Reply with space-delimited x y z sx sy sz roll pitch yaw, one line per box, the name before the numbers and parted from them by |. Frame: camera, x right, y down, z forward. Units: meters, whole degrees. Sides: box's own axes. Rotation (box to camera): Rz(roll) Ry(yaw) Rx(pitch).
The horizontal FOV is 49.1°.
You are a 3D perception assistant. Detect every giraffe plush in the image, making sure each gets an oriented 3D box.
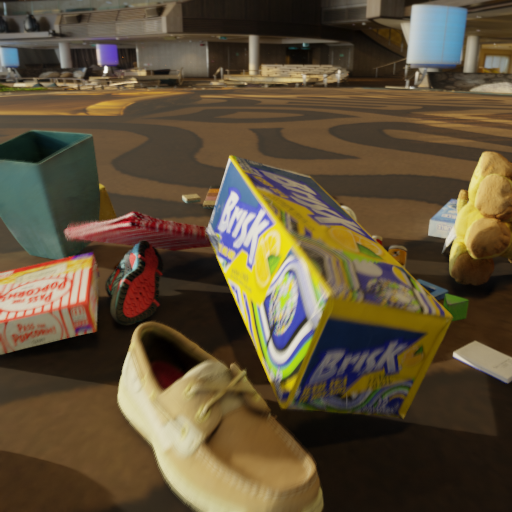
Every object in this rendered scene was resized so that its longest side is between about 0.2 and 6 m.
giraffe plush | 4.620 -0.346 9.757 2.096 2.230 2.585 14 -12 9

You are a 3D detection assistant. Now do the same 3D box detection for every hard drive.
hard drive | 3.050 1.375 7.293 0.508 0.098 0.770 -15 26 -34

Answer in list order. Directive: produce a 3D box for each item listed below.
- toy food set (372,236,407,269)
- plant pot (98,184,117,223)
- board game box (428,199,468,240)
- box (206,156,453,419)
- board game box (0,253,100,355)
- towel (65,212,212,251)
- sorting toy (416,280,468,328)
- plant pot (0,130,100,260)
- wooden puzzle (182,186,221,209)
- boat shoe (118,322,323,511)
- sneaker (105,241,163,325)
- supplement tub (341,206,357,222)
toy food set | 1.961 -0.136 9.734 0.801 0.755 1.679 22 -18 -37
plant pot | -3.754 -1.024 12.380 0.947 0.926 0.919 -27 30 -24
board game box | 4.971 -0.721 12.225 1.889 0.410 1.880 12 26 29
box | 0.554 0.089 7.208 1.494 1.371 4.264 11 22 -21
board game box | -3.162 0.660 8.280 1.569 0.480 2.071 -13 22 -10
towel | -1.745 -0.381 9.754 1.800 0.280 2.489 -6 -9 39
sorting toy | 1.632 0.724 8.462 3.368 0.459 1.897 -8 23 -20
plant pot | -3.892 -1.079 10.596 1.508 2.133 1.507 8 33 22
wooden puzzle | -0.284 -1.468 14.404 3.207 0.225 1.902 1 21 1
boat shoe | -0.523 1.516 5.531 1.095 0.982 2.959 -10 21 -41
sneaker | -1.998 0.552 8.876 0.858 0.713 1.797 -33 25 22
supplement tub | 1.536 -0.612 11.505 0.735 0.735 1.015 17 27 37
